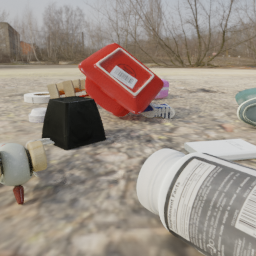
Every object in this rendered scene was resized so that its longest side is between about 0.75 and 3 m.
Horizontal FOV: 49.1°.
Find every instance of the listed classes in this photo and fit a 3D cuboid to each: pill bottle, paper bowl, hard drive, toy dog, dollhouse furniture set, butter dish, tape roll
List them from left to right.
[{"bbox_3d":[-1.992,0.734,4.895,1.312,0.958,1.990,-5,1,-9],"label":"toy dog"},{"bbox_3d":[-3.066,-0.464,9.842,0.811,0.422,0.811,0,16,0],"label":"paper bowl"},{"bbox_3d":[-4.237,-1.535,14.039,1.855,0.339,1.855,0,16,0],"label":"tape roll"},{"bbox_3d":[-1.635,-1.549,12.824,2.944,1.533,2.976,-6,11,25],"label":"dollhouse furniture set"},{"bbox_3d":[-0.434,-1.457,10.369,2.649,1.958,2.641,39,44,1],"label":"butter dish"},{"bbox_3d":[1.056,0.910,3.260,1.109,1.109,1.905,-12,19,-38],"label":"pill bottle"},{"bbox_3d":[2.220,0.516,6.544,1.509,0.201,0.995,-3,15,-13],"label":"hard drive"}]

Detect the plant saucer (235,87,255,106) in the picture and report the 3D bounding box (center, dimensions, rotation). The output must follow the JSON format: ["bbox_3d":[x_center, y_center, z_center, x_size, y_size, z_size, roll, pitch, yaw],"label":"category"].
[{"bbox_3d":[4.990,-0.836,9.752,2.433,0.333,2.433,13,-10,2],"label":"plant saucer"}]

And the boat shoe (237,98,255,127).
[{"bbox_3d":[4.794,-0.391,8.425,2.799,1.019,0.865,6,11,2],"label":"boat shoe"}]

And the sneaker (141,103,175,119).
[{"bbox_3d":[1.138,-0.666,10.555,1.327,0.536,0.767,11,13,14],"label":"sneaker"}]

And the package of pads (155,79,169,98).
[{"bbox_3d":[0.559,-2.061,14.634,2.799,1.059,1.686,-8,14,-29],"label":"package of pads"}]

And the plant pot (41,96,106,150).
[{"bbox_3d":[-1.490,-0.224,7.504,1.301,1.154,1.298,-15,20,-42],"label":"plant pot"}]
